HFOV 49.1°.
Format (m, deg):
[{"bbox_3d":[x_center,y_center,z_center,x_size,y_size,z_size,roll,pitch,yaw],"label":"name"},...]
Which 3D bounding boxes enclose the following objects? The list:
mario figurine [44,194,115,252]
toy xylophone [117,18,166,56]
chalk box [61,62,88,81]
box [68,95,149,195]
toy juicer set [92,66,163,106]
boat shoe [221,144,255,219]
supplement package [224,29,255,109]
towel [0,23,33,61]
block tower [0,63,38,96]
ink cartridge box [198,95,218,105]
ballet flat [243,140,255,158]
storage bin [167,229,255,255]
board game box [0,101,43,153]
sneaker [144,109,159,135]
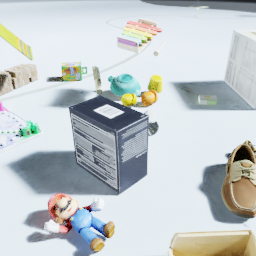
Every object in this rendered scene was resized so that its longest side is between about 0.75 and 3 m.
[{"bbox_3d":[-0.964,1.616,5.134,1.410,0.747,0.870,24,18,27],"label":"mario figurine"},{"bbox_3d":[0.518,-3.133,9.690,1.543,0.529,2.107,14,42,8],"label":"toy xylophone"},{"bbox_3d":[-2.357,-2.515,12.441,1.108,0.692,0.687,-5,30,-6],"label":"chalk box"},{"bbox_3d":[-0.434,0.322,6.513,1.023,1.647,1.660,-26,39,-38],"label":"box"},{"bbox_3d":[-0.168,-1.401,10.557,2.913,0.793,1.853,10,45,4],"label":"toy juicer set"},{"bbox_3d":[2.481,1.046,6.160,0.764,0.745,2.018,7,31,12],"label":"boat shoe"},{"bbox_3d":[5.384,-2.332,10.582,2.221,2.205,2.927,-2,30,-4],"label":"supplement package"},{"bbox_3d":[-4.005,-3.094,9.651,0.169,1.869,0.804,-34,56,12],"label":"towel"},{"bbox_3d":[-4.879,-1.955,11.450,0.708,0.758,2.623,15,31,24],"label":"block tower"},{"bbox_3d":[2.983,-1.144,10.548,0.655,0.216,0.900,4,32,7],"label":"ink cartridge box"},{"bbox_3d":[3.258,0.761,6.823,0.514,0.472,1.498,22,18,-30],"label":"ballet flat"},{"bbox_3d":[1.376,2.281,4.103,1.392,0.657,1.402,-1,30,-3],"label":"storage bin"},{"bbox_3d":[-4.541,0.058,8.271,2.889,0.374,2.889,24,38,37],"label":"board game box"},{"bbox_3d":[0.690,-0.136,8.708,0.392,0.396,1.092,21,37,-21],"label":"sneaker"}]
